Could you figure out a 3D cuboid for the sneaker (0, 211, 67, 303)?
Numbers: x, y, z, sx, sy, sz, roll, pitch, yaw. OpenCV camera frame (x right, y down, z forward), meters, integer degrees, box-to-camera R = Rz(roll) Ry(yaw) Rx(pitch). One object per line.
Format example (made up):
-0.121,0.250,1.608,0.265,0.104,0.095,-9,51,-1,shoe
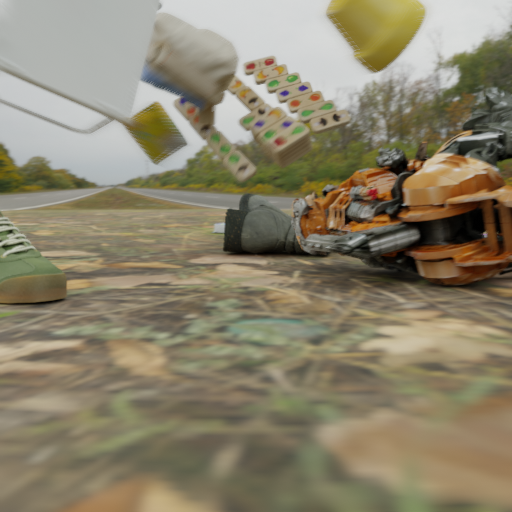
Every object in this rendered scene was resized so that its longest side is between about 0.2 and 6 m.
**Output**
-2.734,-0.090,5.633,2.117,0.951,0.710,4,7,35,sneaker

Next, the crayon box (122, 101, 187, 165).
-1.864,-2.287,10.213,0.739,0.296,1.165,-32,-37,2,crayon box

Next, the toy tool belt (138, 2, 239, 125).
-1.460,-3.051,8.958,2.217,1.362,1.384,24,36,-9,toy tool belt

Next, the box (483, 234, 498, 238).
3.311,-0.186,9.573,1.994,0.360,1.425,-4,6,-44,box

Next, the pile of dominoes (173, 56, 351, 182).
0.001,-2.534,9.376,2.106,0.430,2.702,-33,55,-9,pile of dominoes

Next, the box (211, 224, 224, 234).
-0.609,-0.741,15.366,0.704,0.275,1.154,-4,8,-44,box

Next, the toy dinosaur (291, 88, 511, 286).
2.443,-0.406,6.507,3.147,2.368,4.636,-21,35,-31,toy dinosaur

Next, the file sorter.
-2.228,-2.765,6.667,1.542,2.223,1.384,18,-13,-34,file sorter

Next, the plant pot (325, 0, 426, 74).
1.746,-3.657,8.597,1.172,1.245,1.245,31,-5,-19,plant pot

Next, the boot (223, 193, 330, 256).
0.570,-0.477,10.409,1.957,1.015,2.996,6,13,6,boot
